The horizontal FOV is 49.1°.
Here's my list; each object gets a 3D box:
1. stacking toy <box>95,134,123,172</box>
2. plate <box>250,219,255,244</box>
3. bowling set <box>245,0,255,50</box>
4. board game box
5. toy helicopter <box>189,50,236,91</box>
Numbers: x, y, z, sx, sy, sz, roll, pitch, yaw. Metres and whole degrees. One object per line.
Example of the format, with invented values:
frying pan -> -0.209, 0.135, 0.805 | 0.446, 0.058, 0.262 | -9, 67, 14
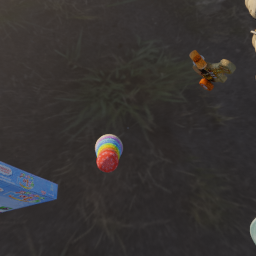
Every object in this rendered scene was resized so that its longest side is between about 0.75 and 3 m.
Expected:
stacking toy -> -0.422, 0.545, 5.886 | 0.648, 1.517, 0.648 | 0, 96, -2
plate -> 3.106, 2.213, 4.870 | 1.931, 1.931, 0.247 | 30, 53, 16
bowling set -> 3.247, -1.791, 5.600 | 1.512, 2.172, 1.166 | -8, 29, 18
board game box -> -2.371, 1.109, 4.880 | 1.806, 1.366, 0.331 | -18, 55, 26
toy helicopter -> 1.715, -1.244, 5.716 | 0.891, 1.347, 0.531 | 38, 89, -11
